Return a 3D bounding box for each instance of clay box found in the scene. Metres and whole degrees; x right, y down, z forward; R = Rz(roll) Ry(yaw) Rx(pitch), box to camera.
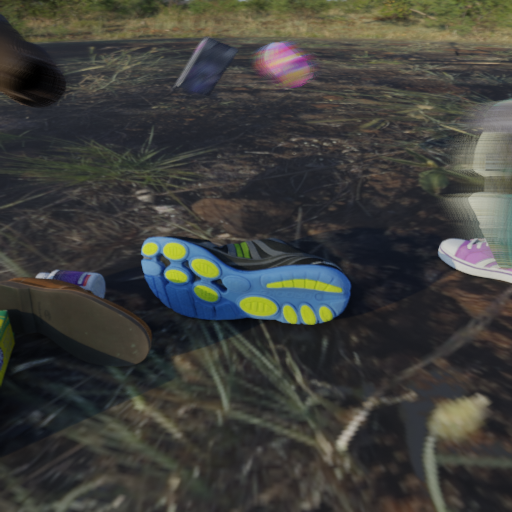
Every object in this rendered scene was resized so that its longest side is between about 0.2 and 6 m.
[{"bbox_3d":[-3.824,1.414,6.589,1.482,0.614,2.579,-5,28,-11],"label":"clay box"}]

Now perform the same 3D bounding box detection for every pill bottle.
[{"bbox_3d":[-2.848,0.494,8.526,0.960,0.535,0.535,5,27,10],"label":"pill bottle"}]

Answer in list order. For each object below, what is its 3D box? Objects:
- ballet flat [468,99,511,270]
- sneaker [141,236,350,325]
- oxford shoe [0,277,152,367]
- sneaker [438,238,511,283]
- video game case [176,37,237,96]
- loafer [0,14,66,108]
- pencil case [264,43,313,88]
[{"bbox_3d":[2.845,-0.830,6.528,0.704,1.957,0.704,-2,17,1],"label":"ballet flat"},{"bbox_3d":[-0.192,0.313,8.473,3.199,1.134,1.326,7,16,8],"label":"sneaker"},{"bbox_3d":[-2.423,0.732,7.638,2.652,0.946,0.945,16,21,22],"label":"oxford shoe"},{"bbox_3d":[4.129,-0.230,9.235,2.123,1.210,0.769,16,32,31],"label":"sneaker"},{"bbox_3d":[-1.074,-4.088,12.164,0.891,1.247,0.118,3,50,-45],"label":"video game case"},{"bbox_3d":[-3.475,-2.658,8.394,0.961,0.935,2.633,-44,1,2],"label":"loafer"},{"bbox_3d":[0.599,-3.756,10.965,0.618,0.618,1.399,-8,34,-16],"label":"pencil case"}]
